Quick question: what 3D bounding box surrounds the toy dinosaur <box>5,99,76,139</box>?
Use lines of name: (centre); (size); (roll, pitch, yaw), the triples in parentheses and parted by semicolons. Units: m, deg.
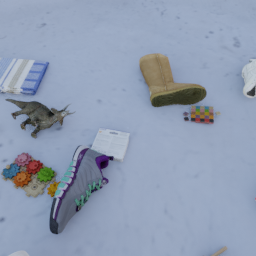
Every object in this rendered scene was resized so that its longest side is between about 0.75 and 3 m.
toy dinosaur: (-3.037, -0.431, 9.376); (2.399, 0.923, 1.227); (19, 41, 23)

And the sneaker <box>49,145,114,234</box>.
sneaker: (-1.174, 1.594, 7.493); (1.149, 0.977, 2.625); (13, 51, 4)

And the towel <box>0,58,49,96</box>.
towel: (-4.674, -2.059, 10.951); (2.754, 0.328, 2.023); (4, 48, 1)

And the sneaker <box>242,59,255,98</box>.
sneaker: (4.719, -1.928, 10.607); (0.922, 0.855, 2.276); (18, 49, 31)

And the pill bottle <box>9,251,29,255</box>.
pill bottle: (-1.772, 3.633, 5.514); (2.338, 1.319, 1.319); (37, 59, 26)

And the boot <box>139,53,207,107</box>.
boot: (1.612, -1.951, 10.552); (2.130, 0.804, 2.432); (-5, 49, -4)

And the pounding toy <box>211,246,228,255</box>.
pounding toy: (2.266, 3.300, 6.294); (0.913, 0.549, 1.183); (-19, 53, -15)

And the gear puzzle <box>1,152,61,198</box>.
gear puzzle: (-2.690, 1.421, 8.053); (2.017, 0.264, 1.044); (26, 55, 20)

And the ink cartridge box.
ink cartridge box: (-0.548, 0.517, 8.843); (1.049, 0.231, 1.069); (10, 49, 10)

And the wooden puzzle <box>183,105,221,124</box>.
wooden puzzle: (2.563, -0.471, 9.719); (1.287, 0.090, 0.763); (4, 50, 10)
